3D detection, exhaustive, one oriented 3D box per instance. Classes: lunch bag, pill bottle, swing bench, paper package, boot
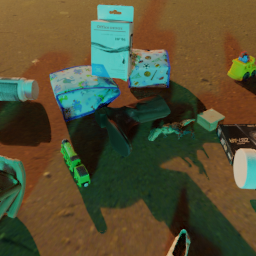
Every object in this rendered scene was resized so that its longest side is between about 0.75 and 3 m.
[{"bbox_3d":[-1.763,-1.606,11.585,2.482,1.582,2.110,-21,42,-9],"label":"lunch bag"},{"bbox_3d":[4.628,1.219,8.037,2.801,1.559,1.559,2,38,2],"label":"pill bottle"},{"bbox_3d":[-4.476,1.807,7.275,2.600,1.696,2.614,14,35,18],"label":"swing bench"},{"bbox_3d":[3.213,-0.324,10.901,0.799,0.413,0.761,-22,44,-24],"label":"paper package"},{"bbox_3d":[0.955,-3.000,13.468,1.996,1.454,2.348,0,47,0],"label":"lunch bag"},{"bbox_3d":[-4.889,-1.676,12.116,1.808,1.028,1.028,3,39,3],"label":"pill bottle"},{"bbox_3d":[0.580,-0.277,10.535,2.992,0.961,2.789,-13,42,-23],"label":"boot"}]

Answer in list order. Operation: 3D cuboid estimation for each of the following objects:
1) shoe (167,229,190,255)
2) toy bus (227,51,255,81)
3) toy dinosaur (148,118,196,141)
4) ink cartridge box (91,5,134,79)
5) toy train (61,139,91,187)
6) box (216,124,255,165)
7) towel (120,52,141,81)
[{"bbox_3d":[1.171,3.032,6.714,0.463,0.354,1.325,16,41,19],"label":"shoe"},{"bbox_3d":[5.718,-3.118,13.695,1.394,1.339,0.946,-21,42,-27],"label":"toy bus"},{"bbox_3d":[1.887,0.060,10.367,2.306,0.547,1.016,-16,34,-24],"label":"toy dinosaur"},{"bbox_3d":[-0.596,-3.250,10.600,1.473,2.540,0.862,7,25,10],"label":"ink cartridge box"},{"bbox_3d":[-1.733,1.064,9.017,0.427,0.578,2.049,-19,42,-22],"label":"toy train"},{"bbox_3d":[4.360,0.520,9.805,2.062,0.449,1.652,-1,38,-1],"label":"box"},{"bbox_3d":[-0.305,-2.818,12.160,1.320,0.202,1.730,23,53,5],"label":"towel"}]
